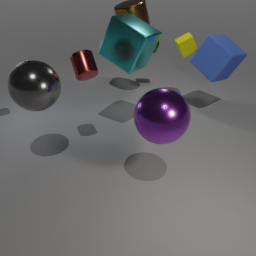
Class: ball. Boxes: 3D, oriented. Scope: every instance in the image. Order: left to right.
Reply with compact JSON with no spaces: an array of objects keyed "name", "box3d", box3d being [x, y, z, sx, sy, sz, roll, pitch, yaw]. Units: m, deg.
[{"name":"ball","box3d":[-2.572,-1.160,7.757,1.400,1.400,1.400,0,29,0]},{"name":"ball","box3d":[0.839,-0.293,6.953,1.400,1.400,1.400,0,29,0]}]

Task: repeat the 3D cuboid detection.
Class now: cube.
[{"name":"cube","box3d":[0.076,-2.936,9.687,1.400,1.400,1.400,35,34,10]},{"name":"cube","box3d":[2.593,-3.698,12.464,0.700,0.700,0.700,-26,30,12]},{"name":"cube","box3d":[3.823,-2.968,11.868,1.400,1.400,1.400,-18,60,-43]}]

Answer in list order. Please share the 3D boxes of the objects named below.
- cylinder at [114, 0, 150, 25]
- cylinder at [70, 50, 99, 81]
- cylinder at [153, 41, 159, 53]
[{"name":"cylinder","box3d":[0.225,-4.834,12.459,1.400,1.400,1.400,-12,35,8]},{"name":"cylinder","box3d":[-1.315,-1.882,8.436,0.700,0.700,0.700,-18,-7,-2]},{"name":"cylinder","box3d":[1.128,-4.229,14.206,0.700,0.700,0.700,13,26,-16]}]
